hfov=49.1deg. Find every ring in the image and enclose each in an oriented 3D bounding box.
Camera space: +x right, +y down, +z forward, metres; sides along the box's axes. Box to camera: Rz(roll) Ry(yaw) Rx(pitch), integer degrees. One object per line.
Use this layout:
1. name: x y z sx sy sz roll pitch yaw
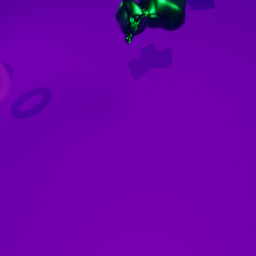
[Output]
1. ring: -3.110 -0.931 5.834 1.288 1.288 0.258 -25 47 -14

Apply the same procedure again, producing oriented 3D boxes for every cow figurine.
1. cow figurine: 0.538 -2.366 5.934 1.580 0.867 1.555 14 64 -18
